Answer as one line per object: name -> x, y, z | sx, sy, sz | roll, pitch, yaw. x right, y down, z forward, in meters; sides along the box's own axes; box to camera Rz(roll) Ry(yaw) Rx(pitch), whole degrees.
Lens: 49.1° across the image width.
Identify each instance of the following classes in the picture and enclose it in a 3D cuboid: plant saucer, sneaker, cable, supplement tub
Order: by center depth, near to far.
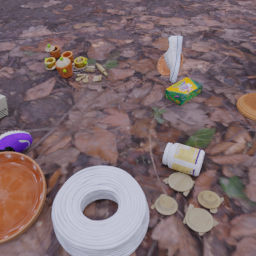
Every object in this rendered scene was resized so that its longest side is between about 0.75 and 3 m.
cable -> -0.734, 2.301, 7.860 | 2.699, 0.934, 2.699 | 22, 46, 24
plant saucer -> -3.723, 1.983, 8.156 | 2.710, 0.437, 2.710 | -1, 59, 1
sneaker -> 1.423, -2.226, 9.099 | 0.537, 1.518, 0.554 | 6, 2, 7
supplement tub -> 1.854, 1.019, 9.367 | 1.227, 0.892, 0.892 | 16, 44, 18
sneaker -> -4.416, 1.048, 9.427 | 2.608, 0.907, 1.297 | -21, 50, -16
plant saucer -> 1.556, -2.344, 10.186 | 1.046, 0.196, 1.046 | -16, 63, 34
plant saucer -> 5.679, -0.958, 12.043 | 1.882, 0.352, 1.882 | 0, 41, 0

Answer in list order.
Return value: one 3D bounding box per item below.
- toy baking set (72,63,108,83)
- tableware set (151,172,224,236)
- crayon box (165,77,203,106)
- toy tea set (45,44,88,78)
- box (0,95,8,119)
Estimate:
toy baking set -> -2.028, -2.928, 14.362 | 1.638, 0.248, 2.134 | -16, 44, -17
tableware set -> 1.840, 2.211, 8.499 | 2.093, 0.243, 1.748 | 25, 44, 29
crayon box -> 2.550, -1.694, 12.788 | 1.572, 0.458, 0.934 | -32, 51, -31
toy tea set -> -3.481, -3.644, 14.407 | 2.804, 1.038, 1.667 | 28, 59, 29
box -> -5.947, -0.521, 10.693 | 1.076, 0.895, 2.619 | 16, 31, 18
